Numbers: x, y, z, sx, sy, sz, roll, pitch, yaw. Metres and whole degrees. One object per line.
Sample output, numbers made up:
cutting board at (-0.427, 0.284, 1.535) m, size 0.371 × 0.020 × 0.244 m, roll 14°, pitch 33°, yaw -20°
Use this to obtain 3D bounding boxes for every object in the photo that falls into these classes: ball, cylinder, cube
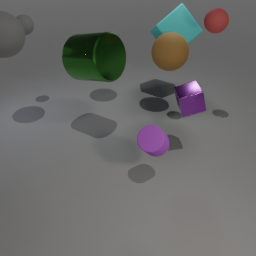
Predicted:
ball at (-3.755, -3.721, 10.106) m, size 0.700 × 0.700 × 0.700 m, roll 0°, pitch 31°, yaw 0°
cylinder at (-1.010, -2.119, 8.429) m, size 1.400 × 1.400 × 1.400 m, roll 11°, pitch 32°, yaw 38°
cube at (1.827, -0.859, 8.275) m, size 0.700 × 0.700 × 0.700 m, roll -17°, pitch 36°, yaw 5°
cylinder at (0.661, 0.344, 7.224) m, size 0.700 × 0.700 × 0.700 m, roll 14°, pitch -9°, yaw 22°
ball at (1.578, -2.846, 10.494) m, size 1.400 × 1.400 × 1.400 m, roll 0°, pitch 31°, yaw 0°
cube at (2.004, -4.068, 11.825) m, size 1.400 × 1.400 × 1.400 m, roll -40°, pitch 10°, yaw 3°
ball at (-3.934, -2.897, 8.712) m, size 1.400 × 1.400 × 1.400 m, roll 0°, pitch 31°, yaw 0°
ball at (2.580, -3.131, 8.185) m, size 0.700 × 0.700 × 0.700 m, roll 0°, pitch 31°, yaw 0°
